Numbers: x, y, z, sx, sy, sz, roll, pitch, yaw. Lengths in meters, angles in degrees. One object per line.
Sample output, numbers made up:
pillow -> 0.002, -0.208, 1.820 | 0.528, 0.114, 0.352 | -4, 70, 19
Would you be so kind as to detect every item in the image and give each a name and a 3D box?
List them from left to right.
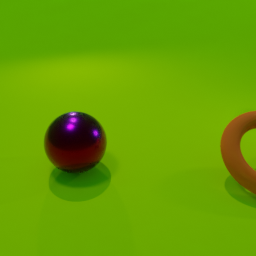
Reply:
ball -> -1.169, 0.320, 6.283 | 1.391, 1.391, 1.391 | 0, 28, 0
ring -> 3.005, 0.513, 5.962 | 2.050, 0.410, 2.050 | 0, 60, -1
